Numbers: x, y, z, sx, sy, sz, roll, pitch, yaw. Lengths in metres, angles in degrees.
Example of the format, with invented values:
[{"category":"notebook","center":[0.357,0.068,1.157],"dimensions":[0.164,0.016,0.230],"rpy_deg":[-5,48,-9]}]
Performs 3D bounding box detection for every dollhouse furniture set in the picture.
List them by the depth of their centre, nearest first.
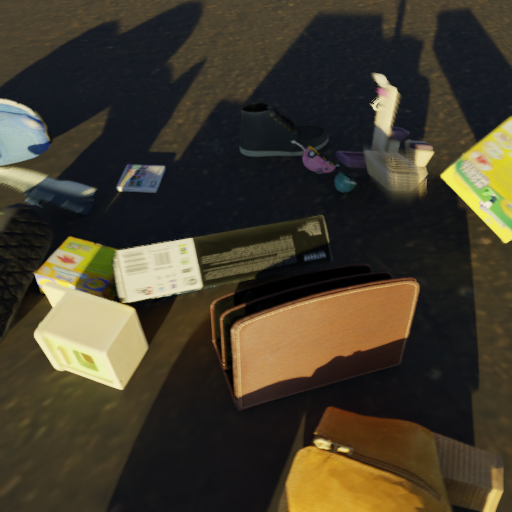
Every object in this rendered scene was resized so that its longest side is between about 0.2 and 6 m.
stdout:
[{"category":"dollhouse furniture set","center":[2.654,-2.148,9.622],"dimensions":[1.801,1.613,2.273],"rpy_deg":[1,25,-11]}]

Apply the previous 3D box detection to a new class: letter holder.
[{"category":"letter holder","center":[0.658,0.716,6.965],"dimensions":[2.272,1.615,1.143],"rpy_deg":[-12,42,-14]}]

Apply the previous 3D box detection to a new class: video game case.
[{"category":"video game case","center":[-2.203,-1.491,10.748],"dimensions":[0.757,0.099,0.832],"rpy_deg":[3,41,4]}]

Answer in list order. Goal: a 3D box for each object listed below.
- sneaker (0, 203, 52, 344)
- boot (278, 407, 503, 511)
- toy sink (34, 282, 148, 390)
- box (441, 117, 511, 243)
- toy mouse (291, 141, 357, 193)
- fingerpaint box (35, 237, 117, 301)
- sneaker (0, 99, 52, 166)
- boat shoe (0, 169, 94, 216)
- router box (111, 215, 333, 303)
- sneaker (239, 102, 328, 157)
[{"category":"sneaker","center":[-4.046,0.506,7.935],"dimensions":[1.313,1.137,3.170],"rpy_deg":[-14,34,27]},{"category":"boot","center":[1.160,2.751,5.208],"dimensions":[2.045,1.005,2.857],"rpy_deg":[8,37,18]},{"category":"toy sink","center":[-2.212,1.021,7.112],"dimensions":[1.364,0.889,0.764],"rpy_deg":[16,51,16]},{"category":"box","center":[4.100,-1.255,9.161],"dimensions":[1.516,0.625,2.585],"rpy_deg":[49,48,9]},{"category":"toy mouse","center":[1.311,-1.520,10.138],"dimensions":[1.660,0.321,1.475],"rpy_deg":[23,20,-42]},{"category":"fingerpaint box","center":[-2.550,0.255,8.428],"dimensions":[1.110,0.407,0.926],"rpy_deg":[13,43,13]},{"category":"sneaker","center":[-5.587,-1.785,10.335],"dimensions":[3.623,1.423,1.615],"rpy_deg":[-13,51,-4]},{"category":"boat shoe","center":[-3.715,-1.119,9.743],"dimensions":[1.741,0.538,0.652],"rpy_deg":[12,10,-11]},{"category":"router box","center":[-0.566,0.071,7.529],"dimensions":[2.610,0.666,1.947],"rpy_deg":[-11,-1,-16]},{"category":"sneaker","center":[0.595,-2.605,11.357],"dimensions":[1.883,1.000,0.704],"rpy_deg":[-9,41,-10]}]
